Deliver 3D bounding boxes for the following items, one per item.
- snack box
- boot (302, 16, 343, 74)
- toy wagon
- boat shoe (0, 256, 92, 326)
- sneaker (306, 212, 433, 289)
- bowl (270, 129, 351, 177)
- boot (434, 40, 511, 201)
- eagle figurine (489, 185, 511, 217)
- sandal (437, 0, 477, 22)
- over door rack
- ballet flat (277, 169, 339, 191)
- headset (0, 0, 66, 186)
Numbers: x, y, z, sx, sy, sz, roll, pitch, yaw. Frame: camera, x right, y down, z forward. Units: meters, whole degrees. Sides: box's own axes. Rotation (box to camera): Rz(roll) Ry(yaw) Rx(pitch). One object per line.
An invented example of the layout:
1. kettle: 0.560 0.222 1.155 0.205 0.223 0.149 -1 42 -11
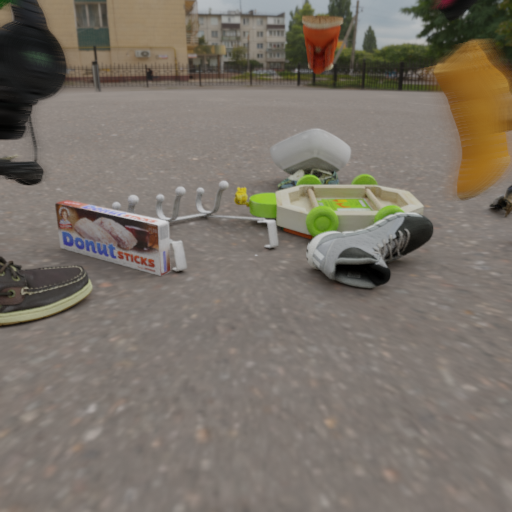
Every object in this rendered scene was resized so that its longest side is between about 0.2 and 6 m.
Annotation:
1. snack box: -2.512 -0.347 9.703 2.476 0.890 0.301 13 24 30
2. boot: 1.407 -4.501 11.972 0.807 1.153 2.151 10 16 11
3. toy wagon: 1.441 -1.039 11.776 3.788 0.749 2.939 -1 20 0
4. boat shoe: -3.614 0.438 7.640 2.705 0.877 0.990 -13 24 -31
5. sneaker: 2.063 0.021 9.042 2.274 0.853 1.313 -15 28 -10
6. bowl: 1.439 -2.543 14.752 1.768 0.661 1.770 -16 -24 40
7. boot: 2.754 -1.822 7.358 0.702 1.428 1.994 -18 31 56
8. eagle figurine: 5.604 -1.210 12.538 0.667 0.663 0.879 -6 30 14
9. sandal: 3.495 -4.556 9.949 0.622 0.373 1.656 -40 19 20
10. over door rack: -1.242 -0.766 10.740 2.168 0.978 2.935 -15 25 -32
11. ballet flat: 1.347 -2.001 14.595 1.619 0.601 0.601 -3 21 -6
12. headset: -3.860 -2.513 8.211 2.065 3.343 1.571 -34 -19 33
